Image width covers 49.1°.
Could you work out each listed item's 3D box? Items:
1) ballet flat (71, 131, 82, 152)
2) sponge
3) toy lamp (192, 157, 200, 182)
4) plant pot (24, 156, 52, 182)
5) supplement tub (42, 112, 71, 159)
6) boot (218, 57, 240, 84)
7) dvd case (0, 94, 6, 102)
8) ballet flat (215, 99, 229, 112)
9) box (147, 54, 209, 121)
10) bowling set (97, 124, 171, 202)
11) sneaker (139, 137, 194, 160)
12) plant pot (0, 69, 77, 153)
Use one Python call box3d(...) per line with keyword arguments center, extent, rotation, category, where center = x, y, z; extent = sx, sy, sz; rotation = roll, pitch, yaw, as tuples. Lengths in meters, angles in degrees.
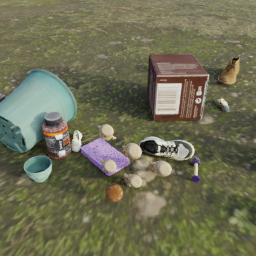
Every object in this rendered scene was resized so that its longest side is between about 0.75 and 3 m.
box3d(center=(-1.916, 0.450, 10.242), extent=(0.383, 0.383, 1.068), rotation=(-2, 33, -4), category="ballet flat")
box3d(center=(-0.809, 0.949, 9.601), extent=(0.917, 0.245, 1.644), rotation=(-26, 41, -33), category="sponge")
box3d(center=(2.189, 1.314, 9.044), extent=(0.279, 0.279, 0.960), rotation=(8, 35, 11), category="toy lamp")
box3d(center=(-2.766, 1.339, 8.748), extent=(0.823, 0.551, 0.823), rotation=(0, 34, 0), category="plant pot")
box3d(center=(-2.421, 0.242, 9.478), extent=(0.831, 1.554, 0.831), rotation=(-1, 35, 0), category="supplement tub")
box3d(center=(5.470, -3.101, 15.028), extent=(0.936, 0.960, 2.544), rotation=(18, 39, 21), category="boot")
box3d(center=(-7.340, -1.152, 12.650), extent=(2.775, 0.343, 2.086), rotation=(11, 36, 17), category="dvd case")
box3d(center=(4.253, -1.114, 12.579), extent=(0.381, 0.381, 1.059), rotation=(-6, 34, -9), category="ballet flat")
box3d(center=(1.993, -1.801, 12.055), extent=(2.060, 2.081, 2.508), rotation=(-2, 34, -2), category="box")
box3d(center=(-0.219, 1.191, 8.257), extent=(2.574, 1.382, 1.791), rotation=(37, 80, -1), category="bowling set")
box3d(center=(1.222, 0.722, 9.242), extent=(1.841, 0.696, 0.807), rotation=(5, 6, 30), category="sneaker")
box3d(center=(-3.527, -0.509, 10.145), extent=(2.398, 2.398, 2.349), rotation=(17, 46, 24), category="plant pot")
